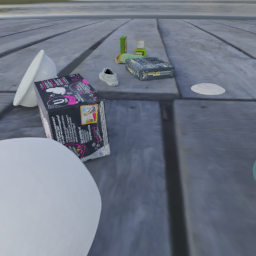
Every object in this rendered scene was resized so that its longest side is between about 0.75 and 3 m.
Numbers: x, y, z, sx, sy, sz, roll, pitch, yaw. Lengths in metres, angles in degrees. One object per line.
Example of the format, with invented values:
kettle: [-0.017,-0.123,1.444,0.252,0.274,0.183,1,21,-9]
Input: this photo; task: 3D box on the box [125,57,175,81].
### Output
box: [0.867,-2.530,11.802,1.506,0.487,1.909,-8,28,-18]

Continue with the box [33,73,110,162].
box: [-1.301,-0.250,6.195,1.155,1.331,2.014,-14,30,-18]

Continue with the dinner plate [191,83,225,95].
dinner plate: [2.851,-1.425,9.973,1.179,0.143,1.179,0,25,0]

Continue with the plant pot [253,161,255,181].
plant pot: [3.605,0.157,4.610,2.504,2.009,2.504,1,26,0]

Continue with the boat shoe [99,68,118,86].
boat shoe: [-0.737,-2.062,10.813,0.508,0.519,1.457,-10,28,-20]

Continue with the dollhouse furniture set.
dollhouse furniture set: [0.180,-3.905,13.984,1.348,1.033,2.057,4,26,9]

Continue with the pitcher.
pitcher: [-1.375,1.432,2.428,2.514,1.777,2.931,21,42,33]

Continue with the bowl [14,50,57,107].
bowl: [-2.648,-1.341,8.440,0.824,1.833,1.833,27,14,-28]
